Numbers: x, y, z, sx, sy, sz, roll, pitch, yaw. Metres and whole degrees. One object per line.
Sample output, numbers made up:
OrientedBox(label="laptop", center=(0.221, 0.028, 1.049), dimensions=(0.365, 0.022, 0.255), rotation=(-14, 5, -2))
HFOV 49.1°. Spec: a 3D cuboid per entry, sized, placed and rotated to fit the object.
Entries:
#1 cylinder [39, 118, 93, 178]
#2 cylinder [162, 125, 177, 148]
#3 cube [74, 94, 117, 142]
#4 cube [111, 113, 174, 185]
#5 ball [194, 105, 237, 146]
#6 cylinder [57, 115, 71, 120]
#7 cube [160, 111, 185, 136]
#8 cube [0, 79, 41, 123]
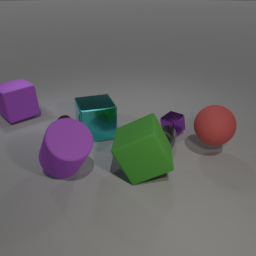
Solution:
OrientedBox(label="cylinder", center=(-1.917, 0.630, 8.538), dimensions=(1.400, 1.400, 1.400), rotation=(12, 57, -19))
OrientedBox(label="cylinder", center=(1.413, 0.347, 10.361), dimensions=(0.700, 0.700, 0.700), rotation=(7, 27, 12))
OrientedBox(label="cube", center=(-1.274, -0.398, 11.095), dimensions=(1.400, 1.400, 1.400), rotation=(-9, 29, -16))
OrientedBox(label="cube", center=(0.474, 0.632, 8.698), dimensions=(1.400, 1.400, 1.400), rotation=(-23, 24, 16))
OrientedBox(label="ball", center=(2.984, -0.094, 9.630), dimensions=(1.400, 1.400, 1.400), rotation=(0, 28, 0))
OrientedBox(label="cylinder", center=(-2.485, -0.064, 11.214), dimensions=(0.700, 0.700, 0.700), rotation=(-10, 30, -17))
OrientedBox(label="cube", center=(1.805, -0.169, 11.256), dimensions=(0.700, 0.700, 0.700), rotation=(-33, 37, -32))
OrientedBox(label="cube", center=(-4.948, -1.243, 12.458), dimensions=(1.400, 1.400, 1.400), rotation=(-24, 34, -33))
